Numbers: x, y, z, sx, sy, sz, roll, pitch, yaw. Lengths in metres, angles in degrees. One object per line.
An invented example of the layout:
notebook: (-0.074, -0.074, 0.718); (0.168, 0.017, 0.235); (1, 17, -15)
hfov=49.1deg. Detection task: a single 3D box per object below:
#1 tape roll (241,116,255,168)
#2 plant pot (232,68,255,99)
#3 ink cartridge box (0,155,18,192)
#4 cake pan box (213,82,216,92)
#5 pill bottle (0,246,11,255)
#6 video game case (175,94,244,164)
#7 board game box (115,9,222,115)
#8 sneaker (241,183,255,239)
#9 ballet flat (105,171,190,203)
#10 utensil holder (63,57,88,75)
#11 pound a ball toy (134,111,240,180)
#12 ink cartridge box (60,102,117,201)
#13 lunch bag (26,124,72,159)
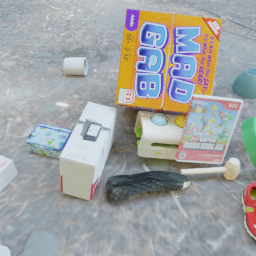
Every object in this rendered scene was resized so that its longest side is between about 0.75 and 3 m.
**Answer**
tape roll: (3.974, 0.498, 8.323); (0.416, 1.729, 1.729); (-26, 27, 38)
plant pot: (5.019, -1.910, 11.417); (1.281, 0.863, 1.281); (0, 43, 0)
ink cartridge box: (-4.179, 1.253, 8.182); (1.458, 0.617, 1.054); (18, 45, 17)
cake pan box: (2.362, -1.578, 11.336); (1.842, 0.482, 1.696); (26, 48, 25)
pill bottle: (-3.840, 2.884, 5.913); (2.340, 1.313, 1.313); (5, 43, 5)
video game case: (2.243, 0.096, 7.854); (1.446, 2.023, 0.176); (5, 25, -10)
board game box: (1.159, -1.898, 9.078); (2.694, 2.693, 2.695); (7, 3, 2)
sneaker: (3.315, 2.121, 7.195); (0.624, 0.688, 1.620); (0, 43, 0)
ballet flat: (0.562, 1.639, 7.924); (2.450, 0.696, 0.814); (-3, 12, -9)
utensil holder: (-2.312, -2.736, 12.380); (0.905, 0.769, 0.769); (2, 43, 4)
pound a ball toy: (1.792, 0.402, 8.360); (2.949, 1.253, 1.923); (5, 39, -10)
ink cartridge box: (-1.086, 0.606, 8.031); (0.950, 1.655, 2.279); (14, 44, 3)
lunch bag: (-2.551, 0.389, 9.186); (1.334, 0.550, 1.073); (13, 42, 12)
